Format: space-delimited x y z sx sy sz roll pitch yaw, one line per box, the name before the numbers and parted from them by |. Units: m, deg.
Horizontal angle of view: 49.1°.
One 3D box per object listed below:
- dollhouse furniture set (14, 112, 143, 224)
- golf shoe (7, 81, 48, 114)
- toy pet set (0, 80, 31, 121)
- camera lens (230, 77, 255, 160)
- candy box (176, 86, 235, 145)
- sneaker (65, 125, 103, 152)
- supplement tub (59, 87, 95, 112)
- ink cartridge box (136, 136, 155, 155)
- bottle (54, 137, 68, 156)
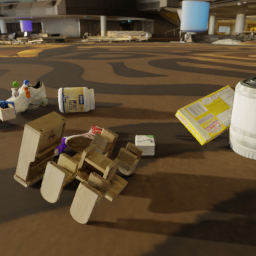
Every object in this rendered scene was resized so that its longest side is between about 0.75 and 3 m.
dollhouse furniture set | -1.207 0.942 6.266 2.314 1.537 2.028 30 30 13
golf shoe | -4.439 -1.329 11.662 0.949 1.178 2.423 17 27 24
toy pet set | -4.095 -0.987 9.443 1.411 1.317 0.749 -18 35 -35
camera lens | 3.800 -0.330 7.864 1.651 2.064 1.651 0 21 0
candy box | 2.899 -0.495 9.147 2.573 0.340 1.315 -25 66 -29
sneaker | -1.226 0.292 8.421 1.441 0.513 0.810 -2 24 -25
supplement tub | -2.083 -1.161 11.477 1.395 1.008 1.008 -3 21 -7
ink cartridge box | 0.496 0.497 8.166 0.551 0.312 0.751 0 21 1
bottle | -2.148 0.580 7.830 0.517 0.404 1.238 12 24 33
